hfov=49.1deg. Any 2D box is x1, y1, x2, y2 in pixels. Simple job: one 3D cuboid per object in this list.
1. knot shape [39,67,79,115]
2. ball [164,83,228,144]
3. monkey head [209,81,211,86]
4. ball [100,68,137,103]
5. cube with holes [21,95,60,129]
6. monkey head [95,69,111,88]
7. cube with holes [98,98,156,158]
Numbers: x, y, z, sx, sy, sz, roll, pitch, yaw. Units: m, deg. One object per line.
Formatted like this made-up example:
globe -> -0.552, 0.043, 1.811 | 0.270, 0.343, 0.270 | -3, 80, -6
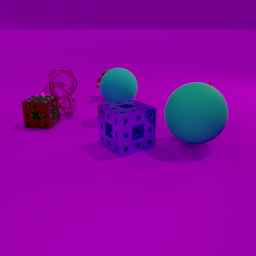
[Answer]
knot shape -> -2.147, -1.039, 8.468 | 1.337, 1.428, 0.660 | -10, 1, 19
ball -> 1.501, -0.319, 6.233 | 1.369, 1.369, 1.369 | 0, 21, 0
monkey head -> 2.044, -0.562, 7.736 | 0.862, 1.431, 1.029 | -1, -21, 3
ball -> -0.262, -1.141, 7.834 | 1.049, 1.049, 1.049 | 0, 21, 0
cube with holes -> -2.377, -0.452, 7.731 | 0.728, 0.728, 0.728 | 3, 21, 8
monkey head -> -0.707, -1.583, 10.270 | 1.063, 0.890, 1.477 | -15, -18, 41
cube with holes -> -0.033, -0.045, 6.373 | 0.948, 0.948, 0.948 | -14, 25, -31
